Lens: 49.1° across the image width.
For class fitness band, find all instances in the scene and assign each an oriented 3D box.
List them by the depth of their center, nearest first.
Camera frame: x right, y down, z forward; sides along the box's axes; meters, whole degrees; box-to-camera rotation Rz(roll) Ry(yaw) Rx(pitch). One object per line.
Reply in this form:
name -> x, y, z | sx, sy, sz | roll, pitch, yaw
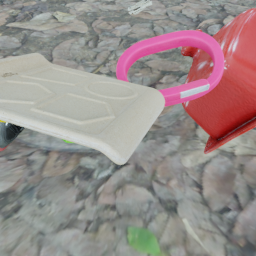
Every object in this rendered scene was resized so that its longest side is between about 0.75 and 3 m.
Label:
fitness band -> 0.606, -0.874, 4.078 | 1.559, 0.292, 1.120 | -13, 61, 3

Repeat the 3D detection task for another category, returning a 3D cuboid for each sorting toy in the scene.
sorting toy -> -0.569, -0.269, 2.630 | 1.648, 0.301, 1.526 | 20, 26, 11

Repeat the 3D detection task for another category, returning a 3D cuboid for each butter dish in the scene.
butter dish -> 1.954, -1.198, 5.512 | 1.974, 2.671, 2.663 | 33, 65, 0

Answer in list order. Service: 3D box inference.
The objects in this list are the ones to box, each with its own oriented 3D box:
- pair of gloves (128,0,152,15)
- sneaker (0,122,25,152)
pair of gloves -> 0.475, -4.795, 11.147 | 0.977, 0.201, 1.149 | -24, 32, 10
sneaker -> -2.371, -0.417, 6.304 | 1.093, 0.791, 2.237 | 12, 62, 21
